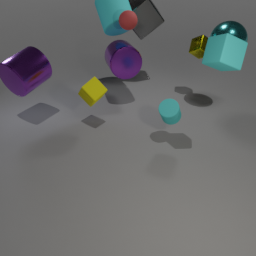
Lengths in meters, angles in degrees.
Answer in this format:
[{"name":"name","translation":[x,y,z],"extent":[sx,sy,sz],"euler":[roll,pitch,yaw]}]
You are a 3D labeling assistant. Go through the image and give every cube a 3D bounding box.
[{"name":"cube","translation":[-1.316,-1.341,10.421],"extent":[0.700,0.700,0.700],"euler":[46,64,-4]},{"name":"cube","translation":[2.406,-1.866,7.003],"extent":[0.700,0.700,0.700],"euler":[13,3,-26]},{"name":"cube","translation":[3.240,-3.584,12.414],"extent":[0.700,0.700,0.700],"euler":[21,-11,-31]},{"name":"cube","translation":[0.650,-5.360,13.219],"extent":[1.400,1.400,1.400],"euler":[-34,40,19]}]

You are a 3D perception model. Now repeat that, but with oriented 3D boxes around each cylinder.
[{"name":"cylinder","translation":[-0.227,-3.011,12.245],"extent":[1.400,1.400,1.400],"euler":[-7,30,-12]},{"name":"cylinder","translation":[1.452,-0.556,9.656],"extent":[0.700,0.700,0.700],"euler":[-6,68,15]},{"name":"cylinder","translation":[-0.552,-4.889,11.895],"extent":[1.400,1.400,1.400],"euler":[-18,-5,-2]},{"name":"cylinder","translation":[-3.830,-2.114,10.480],"extent":[1.400,1.400,1.400],"euler":[19,50,28]}]

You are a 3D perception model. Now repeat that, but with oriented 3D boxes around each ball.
[{"name":"ball","translation":[3.846,-3.377,10.761],"extent":[1.400,1.400,1.400],"euler":[0,31,0]},{"name":"ball","translation":[0.002,-4.014,10.438],"extent":[0.700,0.700,0.700],"euler":[0,31,0]}]
